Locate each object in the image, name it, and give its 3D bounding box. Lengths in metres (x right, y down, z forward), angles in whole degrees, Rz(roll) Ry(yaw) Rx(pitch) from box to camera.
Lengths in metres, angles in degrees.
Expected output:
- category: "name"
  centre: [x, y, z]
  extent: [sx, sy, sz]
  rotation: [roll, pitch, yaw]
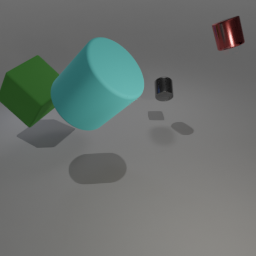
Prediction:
- category: "cube"
  centre: [-3.017, -1.165, 8.956]
  extent: [1.400, 1.400, 1.400]
  rotation: [43, 45, -5]
- category: "cylinder"
  centre: [2.637, -2.484, 7.368]
  extent: [0.700, 0.700, 0.700]
  rotation: [-18, 16, 6]
- category: "cylinder"
  centre: [-0.632, -0.859, 5.743]
  extent: [1.400, 1.400, 1.400]
  rotation: [-35, 8, 38]
- category: "cylinder"
  centre: [1.384, -1.493, 10.812]
  extent: [0.700, 0.700, 0.700]
  rotation: [0, 65, 0]
